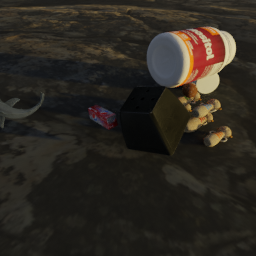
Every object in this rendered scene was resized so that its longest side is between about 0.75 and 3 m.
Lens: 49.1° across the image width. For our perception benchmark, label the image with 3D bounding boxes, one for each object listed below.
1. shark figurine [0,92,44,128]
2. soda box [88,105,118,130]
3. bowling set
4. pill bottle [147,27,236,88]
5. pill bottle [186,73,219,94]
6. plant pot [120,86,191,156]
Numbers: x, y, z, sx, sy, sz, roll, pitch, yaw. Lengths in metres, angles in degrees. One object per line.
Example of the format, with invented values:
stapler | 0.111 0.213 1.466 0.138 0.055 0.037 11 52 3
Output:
shark figurine | -3.464 -0.568 8.500 1.947 1.163 0.812 1 1 2
soda box | -0.746 -0.330 8.186 0.340 0.376 1.073 -26 33 -27
bowling set | 2.194 -0.653 8.508 1.252 1.624 2.333 -24 44 -32
pill bottle | 2.169 -2.404 9.167 2.923 1.651 1.651 -22 39 -35
pill bottle | 2.753 -2.253 11.201 1.235 1.235 2.230 -5 33 -8
plant pot | 0.609 -0.300 7.314 1.439 1.276 1.435 6 52 36
